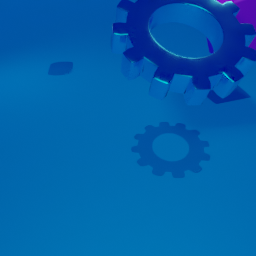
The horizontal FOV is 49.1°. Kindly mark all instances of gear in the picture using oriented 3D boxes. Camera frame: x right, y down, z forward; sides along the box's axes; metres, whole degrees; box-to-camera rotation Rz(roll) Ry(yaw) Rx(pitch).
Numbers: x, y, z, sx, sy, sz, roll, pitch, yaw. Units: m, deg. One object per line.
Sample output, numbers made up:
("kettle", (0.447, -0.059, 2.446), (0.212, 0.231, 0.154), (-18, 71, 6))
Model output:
("gear", (0.725, -1.181, 3.697), (1.857, 0.343, 1.857), (3, 62, -5))

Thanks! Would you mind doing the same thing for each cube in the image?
("cube", (2.759, -2.590, 6.974), (1.284, 1.284, 1.284), (-20, 25, 0))
